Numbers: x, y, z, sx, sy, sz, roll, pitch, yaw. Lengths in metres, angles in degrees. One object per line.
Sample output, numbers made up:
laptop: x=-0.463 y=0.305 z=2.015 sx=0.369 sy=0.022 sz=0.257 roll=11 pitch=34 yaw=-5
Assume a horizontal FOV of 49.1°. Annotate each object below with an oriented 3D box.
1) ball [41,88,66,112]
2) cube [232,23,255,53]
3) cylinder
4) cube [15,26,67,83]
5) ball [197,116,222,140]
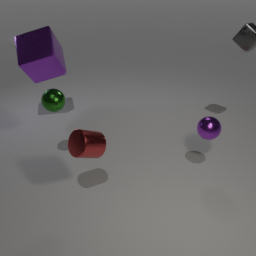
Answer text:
ball: x=-2.195 y=-0.813 z=8.261 sx=0.700 sy=0.700 sz=0.700 roll=0 pitch=28 yaw=0
cube: x=4.276 y=-3.198 z=9.888 sx=0.700 sy=0.700 sz=0.700 roll=50 pitch=43 yaw=12
cylinder: x=-1.023 y=0.403 z=7.015 sx=0.700 sy=0.700 sz=0.700 roll=27 pitch=12 yaw=40
cube: x=-3.373 y=-2.826 z=10.950 sx=1.400 sy=1.400 sz=1.400 roll=-16 pitch=69 yaw=3
ball: x=2.382 y=0.005 z=8.233 sx=0.700 sy=0.700 sz=0.700 roll=0 pitch=28 yaw=0
